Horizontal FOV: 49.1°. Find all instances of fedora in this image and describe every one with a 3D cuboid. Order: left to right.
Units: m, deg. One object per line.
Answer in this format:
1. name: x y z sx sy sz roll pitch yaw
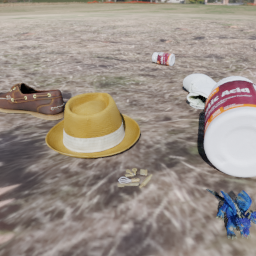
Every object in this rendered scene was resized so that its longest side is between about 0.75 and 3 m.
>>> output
1. fedora: -0.960 -0.253 7.740 2.815 1.148 2.815 0 26 0

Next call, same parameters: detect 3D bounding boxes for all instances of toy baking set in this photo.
1. toy baking set: 0.146 1.137 6.190 0.630 0.095 0.820 11 29 26

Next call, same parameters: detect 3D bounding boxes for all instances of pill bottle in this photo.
1. pill bottle: 1.907 -3.741 15.127 1.122 0.641 0.641 17 32 30
2. pill bottle: 2.795 -0.249 7.118 1.674 1.674 2.932 6 27 12

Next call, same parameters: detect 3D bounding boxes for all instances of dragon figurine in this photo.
1. dragon figurine: 1.874 1.373 4.925 0.473 0.799 1.607 0 27 -2

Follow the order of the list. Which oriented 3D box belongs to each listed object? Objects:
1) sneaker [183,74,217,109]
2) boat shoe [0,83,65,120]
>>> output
1. sneaker: 2.543 -1.382 10.274 1.348 0.859 2.333 -13 31 -29
2. boat shoe: -3.421 -1.024 9.410 2.924 1.028 1.029 8 29 17
